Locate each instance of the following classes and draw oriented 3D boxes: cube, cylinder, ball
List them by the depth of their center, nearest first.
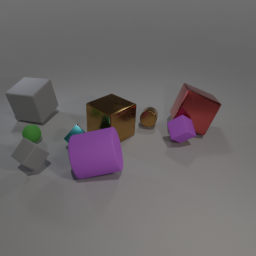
[{"bbox_3d":[-0.980,0.785,8.836,1.400,1.400,1.400,-12,29,6],"label":"cylinder"},{"bbox_3d":[-3.135,0.853,9.015,0.700,0.700,0.700,26,79,33],"label":"cube"},{"bbox_3d":[-1.743,0.442,10.152,0.700,0.700,0.700,-49,45,-6],"label":"cube"},{"bbox_3d":[1.971,0.045,10.313,0.700,0.700,0.700,20,51,-47],"label":"cube"},{"bbox_3d":[-3.691,0.220,10.752,0.700,0.700,0.700,0,30,0],"label":"ball"},{"bbox_3d":[-0.659,-0.339,10.988,1.400,1.400,1.400,27,38,35],"label":"cube"},{"bbox_3d":[2.650,-0.787,11.265,1.400,1.400,1.400,22,21,-5],"label":"cube"},{"bbox_3d":[0.892,-0.478,11.812,0.700,0.700,0.700,6,19,10],"label":"cylinder"},{"bbox_3d":[-4.123,-1.233,12.190,1.400,1.400,1.400,8,41,18],"label":"cube"}]
